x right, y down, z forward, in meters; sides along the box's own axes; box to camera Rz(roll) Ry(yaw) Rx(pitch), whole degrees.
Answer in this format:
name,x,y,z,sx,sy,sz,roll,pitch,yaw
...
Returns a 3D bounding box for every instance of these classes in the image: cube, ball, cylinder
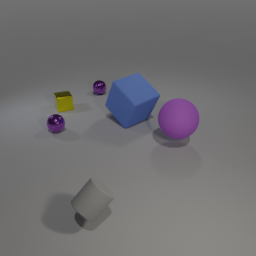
name,x,y,z,sx,sy,sz,roll,pitch,yaw
cube,-2.894,-1.200,12.622,0.700,0.700,0.700,-12,31,-20
cube,0.157,-1.108,11.210,1.400,1.400,1.400,-25,65,-35
ball,-2.774,-0.190,10.780,0.700,0.700,0.700,0,29,0
ball,1.735,-0.319,9.628,1.400,1.400,1.400,0,29,0
ball,-1.438,-2.060,14.137,0.700,0.700,0.700,0,29,0
cylinder,-0.784,1.595,6.263,0.700,0.700,0.700,-50,42,-2
